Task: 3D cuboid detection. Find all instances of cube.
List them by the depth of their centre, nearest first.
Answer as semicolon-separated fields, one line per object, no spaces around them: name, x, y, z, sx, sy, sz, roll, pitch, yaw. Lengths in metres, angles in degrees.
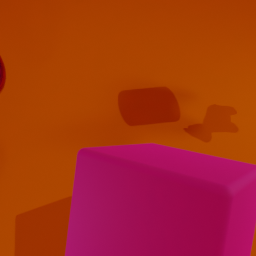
cube;0.377;0.944;2.692;1.353;1.353;1.353;11;95;34

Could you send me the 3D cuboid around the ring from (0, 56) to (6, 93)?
ring;-3.196;-1.227;5.449;0.337;1.686;1.686;-19;50;34
